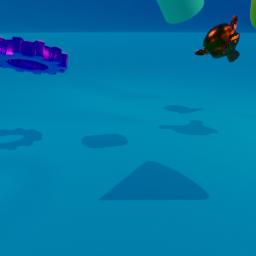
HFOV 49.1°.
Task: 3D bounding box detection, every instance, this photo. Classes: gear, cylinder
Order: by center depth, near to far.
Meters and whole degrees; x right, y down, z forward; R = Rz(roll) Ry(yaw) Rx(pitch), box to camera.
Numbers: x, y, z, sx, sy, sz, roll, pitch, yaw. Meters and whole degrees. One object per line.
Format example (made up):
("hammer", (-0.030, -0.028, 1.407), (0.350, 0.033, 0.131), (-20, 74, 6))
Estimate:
("cylinder", (0.851, -2.327, 4.827), (0.726, 0.726, 0.726), (-21, 42, 20))
("gear", (-1.969, -1.382, 5.542), (1.509, 0.279, 1.509), (4, -4, 0))

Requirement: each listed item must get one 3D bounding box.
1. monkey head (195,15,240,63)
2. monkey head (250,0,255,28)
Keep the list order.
("monkey head", (2.652, -2.347, 7.829), (1.050, 1.460, 0.880), (26, 29, -46))
("monkey head", (2.957, -2.414, 5.797), (0.911, 1.511, 1.087), (-33, 13, 15))
